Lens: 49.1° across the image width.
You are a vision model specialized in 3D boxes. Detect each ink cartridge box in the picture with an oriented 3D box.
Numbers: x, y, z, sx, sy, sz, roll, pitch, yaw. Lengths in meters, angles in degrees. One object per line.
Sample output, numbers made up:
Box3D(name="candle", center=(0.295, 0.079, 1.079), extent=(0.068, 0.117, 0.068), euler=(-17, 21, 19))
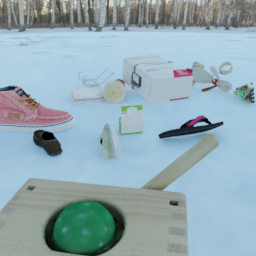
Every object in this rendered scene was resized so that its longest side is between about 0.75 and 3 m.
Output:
Box3D(name="ink cartridge box", center=(1.173, -2.185, 12.066), extent=(1.949, 1.119, 2.683), euler=(-12, 34, -24))
Box3D(name="ink cartridge box", center=(0.084, -0.300, 8.344), extent=(0.685, 0.927, 0.351), euler=(-5, 24, -12))

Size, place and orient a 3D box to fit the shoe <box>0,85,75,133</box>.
Box3D(name="shoe", center=(-3.095, -0.602, 8.595), extent=(2.816, 1.281, 1.006), euler=(0, 23, 0))

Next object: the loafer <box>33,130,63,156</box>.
Box3D(name="loafer", center=(-2.163, 0.274, 7.552), extent=(0.507, 0.495, 1.389), euler=(-18, 29, -36))

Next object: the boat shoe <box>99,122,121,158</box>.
Box3D(name="boat shoe", center=(-0.536, 0.285, 7.500), extent=(0.475, 0.551, 1.530), euler=(-8, 26, -9))

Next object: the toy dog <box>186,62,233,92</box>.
Box3D(name="toy dog", center=(3.527, -2.361, 12.806), extent=(2.300, 1.517, 1.108), euler=(7, 0, 38))

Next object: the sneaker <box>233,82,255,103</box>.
Box3D(name="sneaker", center=(4.720, -1.383, 11.449), extent=(0.801, 0.695, 1.808), euler=(-6, 15, 22))

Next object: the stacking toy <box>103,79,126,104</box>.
Box3D(name="stacking toy", center=(-0.489, -1.662, 11.830), extent=(0.900, 0.900, 2.108), euler=(1, 16, 2))

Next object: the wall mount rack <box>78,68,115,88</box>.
Box3D(name="wall mount rack", center=(-1.569, -2.510, 13.837), extent=(1.589, 0.682, 1.829), euler=(-9, 25, -19))

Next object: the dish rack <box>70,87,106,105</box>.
Box3D(name="dish rack", center=(-1.701, -1.400, 11.686), extent=(1.384, 0.351, 1.612), euler=(-6, 23, -13))

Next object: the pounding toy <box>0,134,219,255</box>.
Box3D(name="pounding toy", center=(-0.156, 1.309, 2.907), extent=(2.056, 2.234, 1.588), euler=(4, 23, 9))

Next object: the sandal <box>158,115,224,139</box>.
Box3D(name="sandal", center=(1.834, -0.082, 8.037), extent=(2.049, 0.462, 0.770), euler=(-8, -12, -14))
